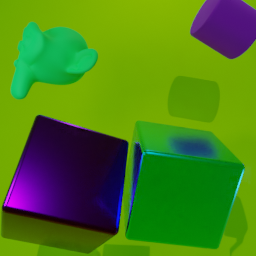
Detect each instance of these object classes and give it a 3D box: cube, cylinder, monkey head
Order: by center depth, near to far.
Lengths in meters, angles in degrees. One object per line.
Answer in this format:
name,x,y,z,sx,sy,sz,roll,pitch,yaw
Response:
cube,0.597,0.675,3.650,1.148,1.148,1.148,9,108,-5
cube,-0.876,0.847,3.928,1.320,1.320,1.320,17,53,-14
monkey head,-1.322,-1.055,4.868,1.190,1.975,1.421,18,88,-30
cylinder,2.314,-2.451,6.653,1.207,1.207,1.207,27,72,-13
